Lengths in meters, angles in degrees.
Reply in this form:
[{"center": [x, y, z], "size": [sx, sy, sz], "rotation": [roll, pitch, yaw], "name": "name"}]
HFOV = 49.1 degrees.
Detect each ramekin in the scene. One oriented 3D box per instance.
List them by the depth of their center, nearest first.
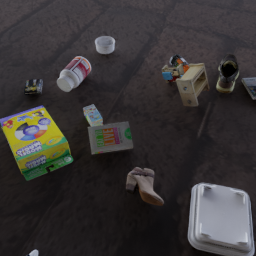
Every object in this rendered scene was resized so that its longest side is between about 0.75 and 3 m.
[{"center": [-1.181, -4.279, 14.511], "size": [1.025, 0.500, 1.025], "rotation": [0, 48, 0], "name": "ramekin"}]

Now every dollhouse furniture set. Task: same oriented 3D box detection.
[{"center": [2.265, -1.842, 11.988], "size": [1.863, 1.305, 1.313], "rotation": [8, 44, 40], "name": "dollhouse furniture set"}]

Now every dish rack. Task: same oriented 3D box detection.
[{"center": [2.777, 2.582, 8.271], "size": [1.837, 0.466, 2.140], "rotation": [9, 47, 9], "name": "dish rack"}]

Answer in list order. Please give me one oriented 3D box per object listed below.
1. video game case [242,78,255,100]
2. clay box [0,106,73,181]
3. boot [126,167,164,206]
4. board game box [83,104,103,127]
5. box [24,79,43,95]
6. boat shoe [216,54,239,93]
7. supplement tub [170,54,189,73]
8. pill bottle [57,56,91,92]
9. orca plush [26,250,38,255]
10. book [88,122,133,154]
[{"center": [6.008, -1.791, 12.464], "size": [1.466, 0.171, 1.333], "rotation": [-4, 47, -5], "name": "video game case"}, {"center": [-3.237, 0.408, 9.793], "size": [1.700, 0.704, 2.959], "rotation": [-23, 43, -24], "name": "clay box"}, {"center": [0.619, 1.793, 8.987], "size": [1.409, 0.495, 1.030], "rotation": [22, 46, 13], "name": "boot"}, {"center": [-1.373, -0.445, 11.031], "size": [0.457, 0.449, 0.871], "rotation": [-21, 51, -18], "name": "board game box"}, {"center": [-4.199, -1.834, 12.464], "size": [0.716, 0.218, 0.888], "rotation": [-3, 47, -6], "name": "box"}, {"center": [4.654, -2.673, 12.787], "size": [0.977, 0.865, 2.670], "rotation": [12, 49, 11], "name": "boat shoe"}, {"center": [2.463, -2.996, 13.261], "size": [0.610, 0.610, 0.996], "rotation": [-17, 50, -15], "name": "supplement tub"}, {"center": [-2.420, -2.386, 12.481], "size": [0.937, 0.937, 1.659], "rotation": [18, 50, 16], "name": "pill bottle"}, {"center": [-2.650, 3.664, 7.477], "size": [0.408, 0.275, 0.775], "rotation": [31, 42, -33], "name": "orca plush"}, {"center": [-0.646, 0.373, 10.279], "size": [1.516, 0.364, 1.013], "rotation": [-9, 66, -8], "name": "book"}]
